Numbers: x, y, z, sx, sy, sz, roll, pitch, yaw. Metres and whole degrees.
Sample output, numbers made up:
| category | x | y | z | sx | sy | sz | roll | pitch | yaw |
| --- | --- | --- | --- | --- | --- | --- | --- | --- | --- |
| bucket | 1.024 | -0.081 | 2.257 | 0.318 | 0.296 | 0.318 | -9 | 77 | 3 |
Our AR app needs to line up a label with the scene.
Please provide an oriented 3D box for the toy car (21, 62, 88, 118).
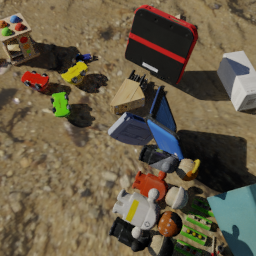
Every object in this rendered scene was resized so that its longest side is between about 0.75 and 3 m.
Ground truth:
| category | x | y | z | sx | sy | sz | roll | pitch | yaw |
| --- | --- | --- | --- | --- | --- | --- | --- | --- | --- |
| toy car | -2.859 | -1.434 | 11.556 | 2.799 | 0.624 | 2.634 | -13 | 61 | -7 |

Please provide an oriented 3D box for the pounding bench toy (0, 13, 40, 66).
| category | x | y | z | sx | sy | sz | roll | pitch | yaw |
| --- | --- | --- | --- | --- | --- | --- | --- | --- | --- |
| pounding bench toy | -5.306 | -3.814 | 12.343 | 2.115 | 1.649 | 1.314 | -29 | 64 | -16 |

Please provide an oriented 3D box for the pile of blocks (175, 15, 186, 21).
| category | x | y | z | sx | sy | sz | roll | pitch | yaw |
| --- | --- | --- | --- | --- | --- | --- | --- | --- | --- |
| pile of blocks | 2.091 | -4.724 | 13.574 | 0.671 | 0.886 | 2.158 | -2 | 35 | 50 |

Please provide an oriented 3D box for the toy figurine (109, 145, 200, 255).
| category | x | y | z | sx | sy | sz | roll | pitch | yaw |
| --- | --- | --- | --- | --- | --- | --- | --- | --- | --- |
| toy figurine | 0.848 | 2.151 | 8.123 | 1.927 | 2.726 | 2.769 | 23 | 50 | 11 |

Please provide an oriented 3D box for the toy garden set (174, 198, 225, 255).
| category | x | y | z | sx | sy | sz | roll | pitch | yaw |
| --- | --- | --- | --- | --- | --- | --- | --- | --- | --- |
| toy garden set | 2.530 | 3.313 | 8.901 | 1.505 | 0.360 | 1.806 | 23 | 63 | 14 |

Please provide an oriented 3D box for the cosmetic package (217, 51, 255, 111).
| category | x | y | z | sx | sy | sz | roll | pitch | yaw |
| --- | --- | --- | --- | --- | --- | --- | --- | --- | --- |
| cosmetic package | 4.604 | -1.949 | 11.531 | 0.934 | 1.185 | 2.203 | -10 | 61 | -5 |

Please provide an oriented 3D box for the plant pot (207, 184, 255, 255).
| category | x | y | z | sx | sy | sz | roll | pitch | yaw |
| --- | --- | --- | --- | --- | --- | --- | --- | --- | --- |
| plant pot | 3.867 | 2.945 | 8.183 | 1.747 | 1.748 | 2.473 | -4 | 69 | -28 |

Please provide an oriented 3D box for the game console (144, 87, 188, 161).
| category | x | y | z | sx | sy | sz | roll | pitch | yaw |
| --- | --- | --- | --- | --- | --- | --- | --- | --- | --- |
| game console | 1.609 | 0.161 | 9.355 | 1.431 | 2.419 | 2.065 | -43 | 46 | -12 |

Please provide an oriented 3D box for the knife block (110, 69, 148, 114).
| category | x | y | z | sx | sy | sz | roll | pitch | yaw |
| --- | --- | --- | --- | --- | --- | --- | --- | --- | --- |
| knife block | -0.023 | -1.598 | 11.651 | 1.925 | 0.616 | 1.690 | -18 | 60 | -10 |

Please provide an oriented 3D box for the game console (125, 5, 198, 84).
| category | x | y | z | sx | sy | sz | roll | pitch | yaw |
| --- | --- | --- | --- | --- | --- | --- | --- | --- | --- |
| game console | 1.211 | -3.267 | 10.999 | 2.676 | 2.367 | 0.415 | 31 | 43 | 16 |

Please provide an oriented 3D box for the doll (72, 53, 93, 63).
| category | x | y | z | sx | sy | sz | roll | pitch | yaw |
| --- | --- | --- | --- | --- | --- | --- | --- | --- | --- |
| doll | -2.095 | -3.177 | 12.800 | 0.943 | 0.229 | 0.643 | -16 | 60 | -9 |

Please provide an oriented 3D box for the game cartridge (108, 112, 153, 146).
| category | x | y | z | sx | sy | sz | roll | pitch | yaw |
| --- | --- | --- | --- | --- | --- | --- | --- | --- | --- |
| game cartridge | 0.219 | 0.106 | 9.790 | 1.750 | 1.167 | 0.354 | 19 | 35 | -39 |
